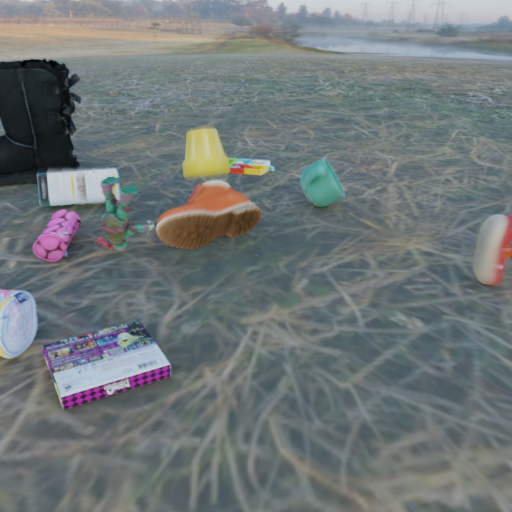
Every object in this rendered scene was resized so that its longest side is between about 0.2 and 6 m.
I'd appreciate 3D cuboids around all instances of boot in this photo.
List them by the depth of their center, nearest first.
[{"bbox_3d":[-1.046,-0.821,10.277,2.122,0.796,1.138,-14,53,-40],"label":"boot"},{"bbox_3d":[-5.865,-3.154,13.297,3.444,2.822,1.275,-4,24,-8],"label":"boot"}]

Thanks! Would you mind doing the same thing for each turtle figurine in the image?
[{"bbox_3d":[-2.303,-0.595,9.616,1.074,1.434,0.722,15,39,13],"label":"turtle figurine"}]

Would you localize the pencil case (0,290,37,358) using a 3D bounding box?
[{"bbox_3d":[-3.819,0.784,7.089,1.996,0.830,0.906,5,15,13],"label":"pencil case"}]

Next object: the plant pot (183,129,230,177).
[{"bbox_3d":[-1.057,-2.089,11.391,0.947,0.891,0.947,-7,6,1],"label":"plant pot"}]

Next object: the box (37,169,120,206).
[{"bbox_3d":[-3.780,-1.459,12.018,1.648,0.678,0.405,-5,1,-8],"label":"box"}]

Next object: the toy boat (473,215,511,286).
[{"bbox_3d":[3.840,-0.083,8.666,0.727,1.112,0.726,6,25,8],"label":"toy boat"}]

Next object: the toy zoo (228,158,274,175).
[{"bbox_3d":[-0.235,-2.352,14.753,1.458,0.149,0.956,6,25,15],"label":"toy zoo"}]

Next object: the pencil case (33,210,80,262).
[{"bbox_3d":[-3.486,-0.397,9.950,0.596,0.616,1.314,30,19,-20],"label":"pencil case"}]

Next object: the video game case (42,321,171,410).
[{"bbox_3d":[-1.823,1.267,6.767,1.271,0.228,1.152,-13,28,-27],"label":"video game case"}]

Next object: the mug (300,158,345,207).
[{"bbox_3d":[1.317,-1.582,11.916,0.704,1.138,0.935,-28,38,17],"label":"mug"}]
